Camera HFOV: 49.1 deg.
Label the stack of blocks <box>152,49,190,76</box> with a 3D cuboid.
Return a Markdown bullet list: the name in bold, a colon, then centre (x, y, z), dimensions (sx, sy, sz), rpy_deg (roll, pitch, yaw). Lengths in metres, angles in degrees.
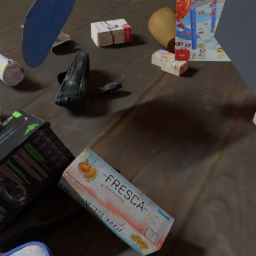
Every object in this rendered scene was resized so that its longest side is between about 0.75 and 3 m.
- **stack of blocks**: centre (1.586, -2.536, 10.794), dimensions (1.354, 0.397, 0.780), rpy_deg (28, 48, 28)

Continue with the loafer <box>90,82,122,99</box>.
- **loafer**: centre (-0.696, -1.229, 9.399), dimensions (1.104, 0.397, 0.348), rpy_deg (-17, 63, -10)

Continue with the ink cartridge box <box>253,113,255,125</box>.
- **ink cartridge box**: centre (5.302, 0.239, 7.541), dimensions (2.657, 0.575, 2.609), rpy_deg (-11, 42, -10)

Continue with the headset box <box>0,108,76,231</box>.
- **headset box**: centre (-2.405, 0.700, 5.717), dimensions (2.245, 1.041, 1.954), rpy_deg (-44, 31, -18)

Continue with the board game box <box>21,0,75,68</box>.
- **board game box**: centre (-2.143, -3.011, 7.092), dimensions (0.570, 2.313, 2.928), rpy_deg (25, 79, -3)

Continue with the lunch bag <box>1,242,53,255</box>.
- **lunch bag**: centre (-1.686, 3.152, 3.937), dimensions (2.079, 0.980, 2.594), rpy_deg (-20, 44, -19)

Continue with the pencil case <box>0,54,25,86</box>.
- **pencil case**: centre (-4.615, -2.241, 10.080), dimensions (1.987, 0.901, 0.826), rpy_deg (29, 62, 31)

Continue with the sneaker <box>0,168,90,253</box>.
- **sneaker**: centre (-1.685, 1.530, 5.964), dimensions (2.448, 0.735, 1.277), rpy_deg (-19, 47, -28)

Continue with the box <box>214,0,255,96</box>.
- **box**: centre (3.394, -1.554, 4.679), dimensions (2.777, 1.725, 2.800), rpy_deg (-5, 49, -10)

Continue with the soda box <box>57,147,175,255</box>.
- **soda box**: centre (-0.240, 1.425, 5.378), dimensions (2.213, 0.757, 0.704), rpy_deg (40, 49, 2)

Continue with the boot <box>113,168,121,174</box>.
- **boot**: centre (-0.480, 1.273, 6.306), dimensions (0.982, 0.370, 0.734), rpy_deg (20, 39, -41)

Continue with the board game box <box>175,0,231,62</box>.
- **board game box**: centre (2.593, -3.077, 7.569), dimensions (2.530, 2.477, 0.707), rpy_deg (5, 18, 20)

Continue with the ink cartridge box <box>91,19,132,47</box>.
- **ink cartridge box**: centre (-0.769, -4.296, 12.584), dimensions (1.596, 0.665, 1.159), rpy_deg (-13, 43, -14)

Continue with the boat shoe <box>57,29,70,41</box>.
- **boat shoe**: centre (-3.119, -4.225, 12.253), dimensions (1.394, 0.478, 0.502), rpy_deg (13, 29, -34)

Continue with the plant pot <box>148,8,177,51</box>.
- **plant pot**: centre (1.759, -4.071, 11.946), dimensions (1.422, 1.422, 1.525), rpy_deg (-10, 55, -11)

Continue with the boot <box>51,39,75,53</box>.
- **boot**: centre (-3.050, -3.728, 12.181), dimensions (1.183, 0.472, 1.302), rpy_deg (-19, 38, -23)

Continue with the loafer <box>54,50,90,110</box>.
- **loafer**: centre (-1.839, -1.737, 9.419), dimensions (1.033, 1.000, 2.944), rpy_deg (5, 44, -7)
